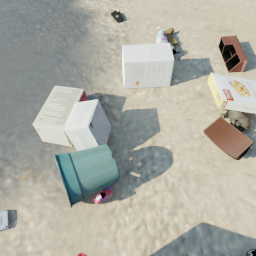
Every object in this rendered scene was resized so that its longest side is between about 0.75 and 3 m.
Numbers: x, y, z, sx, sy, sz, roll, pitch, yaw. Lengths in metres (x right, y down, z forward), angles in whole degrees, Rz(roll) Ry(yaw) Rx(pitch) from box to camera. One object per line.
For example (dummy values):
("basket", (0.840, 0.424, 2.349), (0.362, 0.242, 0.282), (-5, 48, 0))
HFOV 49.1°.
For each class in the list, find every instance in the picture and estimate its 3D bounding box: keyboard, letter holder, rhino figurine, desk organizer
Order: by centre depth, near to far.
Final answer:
("letter holder", (3.414, 0.496, 9.867), (1.031, 0.730, 1.451), (-36, 62, -21))
("rhino figurine", (3.988, -0.626, 10.749), (0.852, 0.583, 1.949), (-4, 52, -16))
("desk organizer", (4.725, -3.370, 12.684), (0.709, 0.660, 1.842), (-4, 54, 0))
("keyboard", (-0.510, -5.894, 14.835), (0.502, 0.191, 0.964), (-35, 60, 4))

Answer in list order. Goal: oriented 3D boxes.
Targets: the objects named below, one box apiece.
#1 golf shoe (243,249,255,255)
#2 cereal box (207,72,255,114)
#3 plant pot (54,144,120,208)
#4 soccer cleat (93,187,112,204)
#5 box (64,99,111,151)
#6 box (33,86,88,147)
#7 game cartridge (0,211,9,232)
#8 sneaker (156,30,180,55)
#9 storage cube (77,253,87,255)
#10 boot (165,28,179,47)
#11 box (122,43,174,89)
("golf shoe", (3.285, 3.671, 7.747), (0.974, 0.460, 0.379), (-36, 63, -21))
("cereal box", (4.461, -1.303, 10.810), (2.480, 0.490, 1.784), (8, 43, -10))
("plant pot", (-1.225, 1.328, 8.578), (1.651, 1.686, 1.686), (-19, 56, -15))
("soccer cleat", (-0.709, 2.053, 8.726), (0.322, 0.369, 0.965), (53, 29, 10))
("box", (-1.313, 0.006, 9.559), (0.903, 1.374, 1.382), (-6, 43, 18))
("box", (-2.369, -0.462, 10.285), (1.245, 1.061, 1.948), (10, 55, 13))
("game cartridge", (-4.111, 2.870, 8.496), (0.966, 0.195, 0.644), (-11, 59, -8))
("sneaker", (1.843, -3.750, 12.994), (1.237, 0.687, 1.769), (14, 65, 8))
("storage cube", (-0.440, 4.517, 5.656), (2.328, 2.448, 2.723), (18, 54, 28))
("boot", (2.149, -4.394, 13.649), (0.865, 0.326, 0.987), (-27, 62, -16))
("box", (0.773, -2.536, 11.543), (1.978, 1.506, 1.052), (-3, 55, -3))
